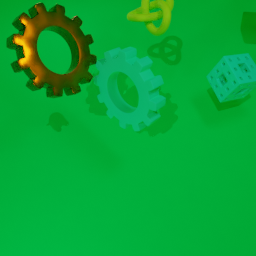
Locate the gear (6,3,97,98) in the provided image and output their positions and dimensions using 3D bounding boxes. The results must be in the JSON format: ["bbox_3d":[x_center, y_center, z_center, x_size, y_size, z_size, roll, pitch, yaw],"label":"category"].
[{"bbox_3d":[-1.646,-1.726,6.371,0.376,2.033,2.033,-2,51,47],"label":"gear"}]

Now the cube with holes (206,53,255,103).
[{"bbox_3d":[2.903,-1.366,7.654,0.889,0.889,0.889,-12,67,-23],"label":"cube with holes"}]

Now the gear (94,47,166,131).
[{"bbox_3d":[-0.017,-0.911,6.783,1.998,1.998,0.370,42,49,20],"label":"gear"}]

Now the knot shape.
[{"bbox_3d":[0.730,-3.291,7.675,1.368,0.632,1.280,28,88,25],"label":"knot shape"}]
